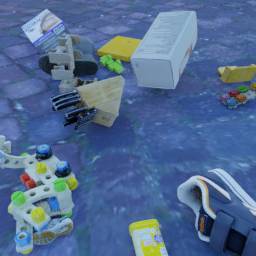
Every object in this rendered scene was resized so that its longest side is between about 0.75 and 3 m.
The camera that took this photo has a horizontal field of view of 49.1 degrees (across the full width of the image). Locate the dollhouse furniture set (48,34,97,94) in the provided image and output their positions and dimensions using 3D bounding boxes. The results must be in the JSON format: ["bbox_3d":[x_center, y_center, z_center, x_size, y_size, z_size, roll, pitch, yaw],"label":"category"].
[{"bbox_3d":[-1.814,-2.133,9.833,1.250,1.882,1.650,2,38,3],"label":"dollhouse furniture set"}]

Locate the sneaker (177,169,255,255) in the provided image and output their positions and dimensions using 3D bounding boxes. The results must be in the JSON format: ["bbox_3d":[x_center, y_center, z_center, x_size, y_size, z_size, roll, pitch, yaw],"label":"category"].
[{"bbox_3d":[2.044,1.914,5.169,1.186,1.172,2.987,-11,27,-21],"label":"sneaker"}]

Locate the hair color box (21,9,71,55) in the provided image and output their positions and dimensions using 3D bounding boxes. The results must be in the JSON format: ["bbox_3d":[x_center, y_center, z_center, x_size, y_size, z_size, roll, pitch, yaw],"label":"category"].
[{"bbox_3d":[-3.841,-4.481,13.084,1.618,0.959,2.960,-38,43,-4],"label":"hair color box"}]

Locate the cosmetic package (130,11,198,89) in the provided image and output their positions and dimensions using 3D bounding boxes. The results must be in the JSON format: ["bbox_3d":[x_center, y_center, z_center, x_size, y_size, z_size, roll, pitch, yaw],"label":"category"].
[{"bbox_3d":[1.435,-2.935,10.348,1.543,1.302,2.984,11,54,27],"label":"cosmetic package"}]

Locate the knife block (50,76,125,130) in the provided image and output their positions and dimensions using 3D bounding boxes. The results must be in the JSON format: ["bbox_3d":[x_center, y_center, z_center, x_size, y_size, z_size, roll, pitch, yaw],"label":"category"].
[{"bbox_3d":[-1.221,-0.915,8.439,1.961,0.715,2.234,21,52,-14],"label":"knife block"}]

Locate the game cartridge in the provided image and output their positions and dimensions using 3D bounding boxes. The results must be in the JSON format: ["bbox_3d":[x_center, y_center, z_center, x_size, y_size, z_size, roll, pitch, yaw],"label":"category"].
[{"bbox_3d":[-0.174,-3.761,13.282,1.825,0.336,2.071,17,43,20],"label":"game cartridge"}]

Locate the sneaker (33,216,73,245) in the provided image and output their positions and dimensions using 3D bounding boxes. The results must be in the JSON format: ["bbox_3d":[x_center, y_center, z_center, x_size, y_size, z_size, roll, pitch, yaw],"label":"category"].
[{"bbox_3d":[-1.554,2.071,5.709,0.846,0.320,0.371,-14,24,-23],"label":"sneaker"}]

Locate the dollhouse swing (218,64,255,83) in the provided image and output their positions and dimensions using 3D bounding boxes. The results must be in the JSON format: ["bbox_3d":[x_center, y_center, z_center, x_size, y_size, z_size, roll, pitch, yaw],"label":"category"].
[{"bbox_3d":[4.218,-2.342,10.943,1.123,1.021,0.987,-6,59,-7],"label":"dollhouse swing"}]

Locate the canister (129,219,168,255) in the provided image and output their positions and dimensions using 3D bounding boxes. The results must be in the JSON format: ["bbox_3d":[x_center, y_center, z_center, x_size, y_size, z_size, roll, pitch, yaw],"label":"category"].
[{"bbox_3d":[0.397,2.234,5.400,0.605,0.353,0.815,-8,39,-10],"label":"canister"}]

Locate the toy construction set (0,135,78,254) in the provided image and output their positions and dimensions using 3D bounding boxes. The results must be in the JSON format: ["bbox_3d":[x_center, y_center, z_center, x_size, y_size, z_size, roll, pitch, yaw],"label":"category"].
[{"bbox_3d":[-2.191,1.180,6.175,1.785,1.254,2.723,-29,57,-32],"label":"toy construction set"}]

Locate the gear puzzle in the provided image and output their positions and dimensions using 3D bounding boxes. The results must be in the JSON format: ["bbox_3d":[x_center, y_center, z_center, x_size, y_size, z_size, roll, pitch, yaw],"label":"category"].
[{"bbox_3d":[3.944,-1.203,9.628,1.511,0.198,0.783,-25,42,-5],"label":"gear puzzle"}]

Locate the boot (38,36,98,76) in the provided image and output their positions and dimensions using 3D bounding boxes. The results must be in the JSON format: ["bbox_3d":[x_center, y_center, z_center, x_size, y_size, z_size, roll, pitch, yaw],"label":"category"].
[{"bbox_3d":[-2.524,-3.217,11.945,2.526,1.008,2.778,4,42,-22],"label":"boot"}]

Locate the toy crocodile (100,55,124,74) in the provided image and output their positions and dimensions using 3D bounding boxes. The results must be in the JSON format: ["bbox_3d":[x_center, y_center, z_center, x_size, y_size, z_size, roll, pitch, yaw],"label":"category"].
[{"bbox_3d":[-0.693,-2.648,11.721,0.515,0.471,1.526,-40,52,-15],"label":"toy crocodile"}]
